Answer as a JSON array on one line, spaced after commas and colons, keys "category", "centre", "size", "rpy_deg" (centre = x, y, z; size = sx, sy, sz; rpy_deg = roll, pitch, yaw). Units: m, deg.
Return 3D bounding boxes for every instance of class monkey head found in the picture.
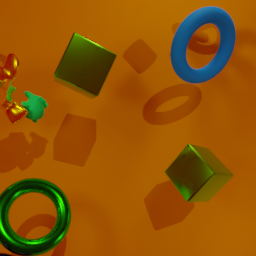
[{"category": "monkey head", "centre": [-2.998, -0.741, 6.341], "size": [1.963, 1.183, 1.412], "rpy_deg": [-41, 90, -2]}, {"category": "monkey head", "centre": [-2.502, -0.570, 7.243], "size": [0.753, 1.046, 0.631], "rpy_deg": [33, 69, 11]}]

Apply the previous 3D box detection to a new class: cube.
[{"category": "cube", "centre": [1.724, 1.116, 6.864], "size": [0.990, 0.990, 0.990], "rpy_deg": [-54, 49, 21]}, {"category": "cube", "centre": [-1.003, -1.360, 6.399], "size": [1.028, 1.028, 1.028], "rpy_deg": [25, 86, -14]}]

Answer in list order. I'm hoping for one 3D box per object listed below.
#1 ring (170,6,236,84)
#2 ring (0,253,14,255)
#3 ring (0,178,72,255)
[{"category": "ring", "centre": [1.954, -2.082, 7.222], "size": [1.957, 1.957, 0.391], "rpy_deg": [-35, 40, -6]}, {"category": "ring", "centre": [-2.316, 2.963, 4.984], "size": [0.289, 1.446, 1.446], "rpy_deg": [-41, 81, 26]}, {"category": "ring", "centre": [-2.008, 1.848, 5.968], "size": [1.641, 0.328, 1.641], "rpy_deg": [16, 52, -22]}]
